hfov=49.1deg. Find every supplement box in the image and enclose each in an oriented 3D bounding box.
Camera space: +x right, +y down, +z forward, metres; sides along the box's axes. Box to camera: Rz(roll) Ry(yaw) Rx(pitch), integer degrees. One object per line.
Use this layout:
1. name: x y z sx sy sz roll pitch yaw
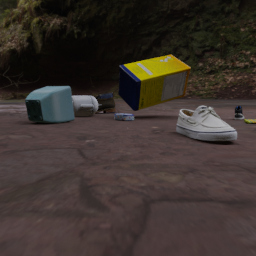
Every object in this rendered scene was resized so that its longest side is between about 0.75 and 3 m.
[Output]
1. supplement box: 1.220 -2.214 13.365 2.992 1.628 1.638 -17 44 -24

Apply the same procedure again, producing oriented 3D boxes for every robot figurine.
1. robot figurine: -2.310 -1.125 14.274 1.842 1.040 1.562 -4 13 -30

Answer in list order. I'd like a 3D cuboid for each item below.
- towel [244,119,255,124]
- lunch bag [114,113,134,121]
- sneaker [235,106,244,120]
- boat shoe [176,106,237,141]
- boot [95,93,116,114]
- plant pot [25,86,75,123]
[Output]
1. towel: 5.356 -0.225 11.015 1.389 0.125 0.598 2 13 5
2. lunch bag: -0.162 -0.487 12.241 0.833 0.315 0.667 8 9 44
3. sneaker: 5.065 -0.704 12.693 0.400 0.612 1.094 3 8 25
4. boat shoe: 2.035 -0.175 7.594 0.863 0.850 2.433 -2 7 -14
5. boot: -1.854 -1.419 16.029 2.433 1.179 0.909 -4 8 -29
6. plant pot: -3.223 -0.858 11.180 1.430 1.434 1.460 5 17 31
